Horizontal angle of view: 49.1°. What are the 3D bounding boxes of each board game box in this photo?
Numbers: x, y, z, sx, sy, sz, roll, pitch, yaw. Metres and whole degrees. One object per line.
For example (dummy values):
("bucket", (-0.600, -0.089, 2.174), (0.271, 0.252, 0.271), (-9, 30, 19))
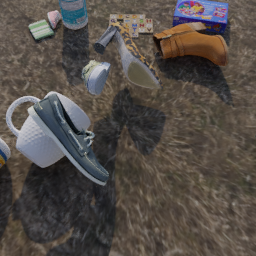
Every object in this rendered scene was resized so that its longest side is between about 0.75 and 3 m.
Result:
("board game box", (3.386, -5.294, 13.063), (2.367, 0.530, 1.592), (12, 57, 8))

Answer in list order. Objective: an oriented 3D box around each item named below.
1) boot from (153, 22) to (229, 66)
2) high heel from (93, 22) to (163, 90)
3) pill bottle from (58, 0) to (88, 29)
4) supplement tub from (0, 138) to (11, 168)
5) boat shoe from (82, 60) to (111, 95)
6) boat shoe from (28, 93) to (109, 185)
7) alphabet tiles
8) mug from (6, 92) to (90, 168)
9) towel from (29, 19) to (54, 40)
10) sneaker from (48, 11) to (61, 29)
("boot", (2.484, -3.200, 11.379), (2.263, 1.078, 2.925), (-17, 47, -11))
("high heel", (0.339, -2.759, 10.397), (2.914, 1.041, 2.077), (35, 47, -9))
("pill bottle", (-2.441, -5.530, 12.275), (1.166, 2.104, 1.166), (0, 55, 0))
("supplement tub", (-4.756, 1.123, 8.001), (1.676, 1.676, 2.317), (23, 58, 15))
("boat shoe", (-1.110, -1.679, 9.068), (0.758, 0.879, 2.442), (13, 21, -1))
("boat shoe", (-1.390, 0.343, 7.665), (0.911, 1.074, 2.950), (-42, 102, -4))
("alphabet tiles", (0.133, -4.735, 12.966), (2.022, 0.076, 1.691), (0, 56, 1))
("mug", (-2.627, -0.031, 8.644), (2.250, 1.661, 1.972), (39, 69, -10))
("towel", (-3.969, -4.477, 12.749), (0.880, 0.135, 1.154), (-25, 60, -16))
("sneaker", (-3.356, -5.067, 12.959), (0.580, 0.418, 1.110), (-20, 53, -2))
